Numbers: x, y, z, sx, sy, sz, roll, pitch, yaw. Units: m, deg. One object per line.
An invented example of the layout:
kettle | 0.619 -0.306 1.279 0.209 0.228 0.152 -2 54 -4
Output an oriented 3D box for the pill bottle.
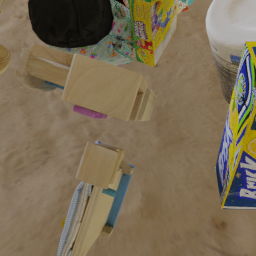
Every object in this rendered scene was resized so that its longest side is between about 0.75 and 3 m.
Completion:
pill bottle | 2.132 -0.999 4.442 1.380 2.426 1.380 -12 59 21

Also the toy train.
toy train | 0.671 -3.530 7.615 2.556 0.711 1.920 32 64 27

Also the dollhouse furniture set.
dollhouse furniture set | -0.884 0.489 3.610 1.699 2.458 2.604 19 94 8

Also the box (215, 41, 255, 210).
box | 1.626 0.148 3.364 0.807 2.303 0.740 0 48 7

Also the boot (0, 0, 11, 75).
boot | -2.862 -1.982 5.488 0.904 1.931 2.485 36 19 1

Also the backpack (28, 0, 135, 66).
backpack | -0.719 -2.051 5.883 1.878 2.250 1.424 9 98 22

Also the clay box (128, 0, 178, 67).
clay box | 0.537 -2.335 5.497 0.505 2.123 1.220 24 72 17
